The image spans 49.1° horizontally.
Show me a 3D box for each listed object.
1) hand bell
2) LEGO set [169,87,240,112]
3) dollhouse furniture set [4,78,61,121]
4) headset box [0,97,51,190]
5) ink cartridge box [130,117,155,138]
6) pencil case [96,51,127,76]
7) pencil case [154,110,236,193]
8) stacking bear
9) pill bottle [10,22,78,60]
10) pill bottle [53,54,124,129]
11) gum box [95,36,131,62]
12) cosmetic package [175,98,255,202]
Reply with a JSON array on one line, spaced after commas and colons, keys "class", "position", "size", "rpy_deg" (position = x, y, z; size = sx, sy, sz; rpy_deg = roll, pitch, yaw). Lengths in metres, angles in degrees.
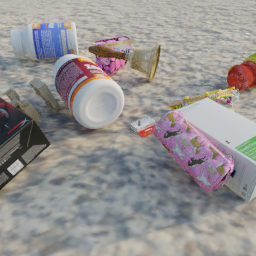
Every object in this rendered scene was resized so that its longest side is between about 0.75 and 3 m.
[{"class": "hand bell", "position": [-0.247, -2.926, 11.462], "size": [2.889, 1.504, 1.504], "rpy_deg": [14, 37, 11]}, {"class": "LEGO set", "position": [2.681, -0.725, 9.384], "size": [2.464, 0.917, 1.133], "rpy_deg": [-12, 2, -9]}, {"class": "dollhouse furniture set", "position": [-3.261, -0.661, 9.193], "size": [1.674, 1.089, 1.538], "rpy_deg": [-44, 50, -17]}, {"class": "headset box", "position": [-3.694, 0.237, 7.106], "size": [2.758, 1.035, 2.050], "rpy_deg": [28, 62, 34]}, {"class": "ink cartridge box", "position": [0.560, -0.044, 8.717], "size": [0.754, 0.169, 0.665], "rpy_deg": [-23, 40, -29]}, {"class": "pencil case", "position": [-0.707, -2.758, 12.020], "size": [0.818, 0.844, 1.802], "rpy_deg": [16, 37, 21]}, {"class": "pencil case", "position": [1.481, 0.477, 6.512], "size": [0.903, 0.864, 2.088], "rpy_deg": [-34, 58, -14]}, {"class": "stacking bear", "position": [4.863, -2.217, 10.862], "size": [2.484, 1.508, 1.413], "rpy_deg": [-27, 82, -23]}, {"class": "pill bottle", "position": [-3.902, -4.098, 13.241], "size": [2.917, 1.635, 1.635], "rpy_deg": [-7, 35, -11]}, {"class": "pill bottle", "position": [-1.443, -1.347, 9.139], "size": [1.626, 1.626, 2.878], "rpy_deg": [-17, 40, -23]}, {"class": "gum box", "position": [-0.741, -3.642, 13.155], "size": [1.730, 0.982, 0.572], "rpy_deg": [-17, 38, -23]}, {"class": "cosmetic package", "position": [2.492, 0.406, 7.210], "size": [1.456, 1.148, 2.706], "rpy_deg": [-23, 42, -29]}]
